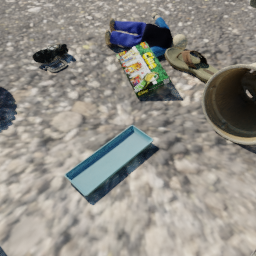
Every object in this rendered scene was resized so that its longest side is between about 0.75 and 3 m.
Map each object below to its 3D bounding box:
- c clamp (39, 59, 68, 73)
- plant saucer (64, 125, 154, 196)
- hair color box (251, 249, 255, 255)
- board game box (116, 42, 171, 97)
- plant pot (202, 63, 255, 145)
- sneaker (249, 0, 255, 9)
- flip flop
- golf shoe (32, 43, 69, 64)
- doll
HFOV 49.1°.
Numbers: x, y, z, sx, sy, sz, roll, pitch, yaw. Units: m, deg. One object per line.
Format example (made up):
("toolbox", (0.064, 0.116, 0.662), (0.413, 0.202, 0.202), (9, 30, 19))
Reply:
("c clamp", (-2.416, -2.067, 9.211), (0.783, 0.106, 0.669), (-33, 55, -27))
("plant saucer", (-0.380, 0.709, 6.493), (0.756, 0.205, 2.164), (35, 55, 29))
("hair color box", (2.826, 2.307, 4.428), (1.719, 0.953, 0.549), (0, 46, 1))
("board game box", (0.421, -1.888, 8.743), (1.109, 0.248, 2.116), (-23, 49, 0))
("plant pot", (3.160, -0.836, 7.005), (1.943, 1.943, 1.779), (32, 43, 27))
("sneaker", (3.455, -3.937, 7.300), (0.724, 2.058, 0.825), (-7, 71, 30))
("flip flop", (2.118, -2.100, 8.885), (0.866, 0.615, 2.136), (-32, 54, -27))
("golf shoe", (-2.659, -2.536, 9.487), (1.251, 0.486, 0.591), (-24, 35, -25))
("doll", (0.701, -3.279, 9.890), (2.837, 0.688, 1.936), (14, 69, 9))
